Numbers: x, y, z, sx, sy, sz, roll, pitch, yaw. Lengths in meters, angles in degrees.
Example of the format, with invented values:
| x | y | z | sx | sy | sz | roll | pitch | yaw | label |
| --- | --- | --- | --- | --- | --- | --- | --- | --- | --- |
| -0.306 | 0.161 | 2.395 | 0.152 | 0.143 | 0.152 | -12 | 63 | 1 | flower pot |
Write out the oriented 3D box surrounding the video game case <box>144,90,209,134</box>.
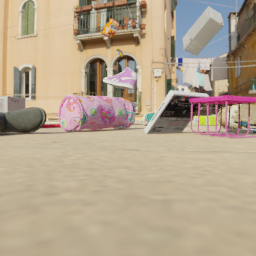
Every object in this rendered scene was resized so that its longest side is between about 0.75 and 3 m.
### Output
| x | y | z | sx | sy | sz | roll | pitch | yaw | label |
| --- | --- | --- | --- | --- | --- | --- | --- | --- | --- |
| 1.244 | -0.373 | 7.128 | 1.439 | 1.308 | 0.168 | -1 | 46 | -40 | video game case |

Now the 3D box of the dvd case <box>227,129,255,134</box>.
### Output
| x | y | z | sx | sy | sz | roll | pitch | yaw | label |
| --- | --- | --- | --- | --- | --- | --- | --- | --- | --- |
| 3.439 | 0.082 | 7.901 | 0.817 | 0.088 | 1.099 | -1 | 2 | -19 | dvd case |

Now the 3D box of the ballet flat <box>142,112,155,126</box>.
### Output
| x | y | z | sx | sy | sz | roll | pitch | yaw | label |
| --- | --- | --- | --- | --- | --- | --- | --- | --- | --- |
| 1.519 | -0.364 | 12.584 | 2.056 | 0.777 | 0.657 | 3 | -22 | -22 | ballet flat |

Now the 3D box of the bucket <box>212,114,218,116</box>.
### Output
| x | y | z | sx | sy | sz | roll | pitch | yaw | label |
| --- | --- | --- | --- | --- | --- | --- | --- | --- | --- |
| 5.770 | -0.544 | 17.713 | 0.971 | 0.632 | 0.971 | 0 | 3 | 0 | bucket |

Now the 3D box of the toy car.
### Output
| x | y | z | sx | sy | sz | roll | pitch | yaw | label |
| --- | --- | --- | --- | --- | --- | --- | --- | --- | --- |
| -0.379 | -3.337 | 10.509 | 0.721 | 0.489 | 1.470 | -34 | -44 | 14 | toy car |

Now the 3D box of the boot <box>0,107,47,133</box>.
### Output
| x | y | z | sx | sy | sz | roll | pitch | yaw | label |
| --- | --- | --- | --- | --- | --- | --- | --- | --- | --- |
| -3.052 | -0.165 | 6.342 | 1.758 | 0.702 | 1.934 | -14 | -8 | 11 | boot |

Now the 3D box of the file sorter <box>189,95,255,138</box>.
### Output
| x | y | z | sx | sy | sz | roll | pitch | yaw | label |
| --- | --- | --- | --- | --- | --- | --- | --- | --- | --- |
| 2.135 | -0.243 | 6.272 | 0.952 | 0.859 | 1.369 | 0 | 3 | -19 | file sorter |

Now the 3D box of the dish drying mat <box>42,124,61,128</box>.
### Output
| x | y | z | sx | sy | sz | roll | pitch | yaw | label |
| --- | --- | --- | --- | --- | --- | --- | --- | --- | --- |
| -3.035 | -0.104 | 12.019 | 1.755 | 0.160 | 0.674 | -1 | 3 | -40 | dish drying mat |

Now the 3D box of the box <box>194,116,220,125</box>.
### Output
| x | y | z | sx | sy | sz | roll | pitch | yaw | label |
| --- | --- | --- | --- | --- | --- | --- | --- | --- | --- |
| 4.958 | -0.427 | 15.505 | 2.279 | 0.543 | 1.390 | -1 | 2 | -23 | box |

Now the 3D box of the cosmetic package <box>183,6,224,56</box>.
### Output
| x | y | z | sx | sy | sz | roll | pitch | yaw | label |
| --- | --- | --- | --- | --- | --- | --- | --- | --- | --- |
| 2.489 | -3.216 | 9.384 | 0.630 | 0.747 | 1.398 | 20 | -43 | -17 | cosmetic package |

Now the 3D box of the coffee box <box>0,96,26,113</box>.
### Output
| x | y | z | sx | sy | sz | roll | pitch | yaw | label |
| --- | --- | --- | --- | --- | --- | --- | --- | --- | --- |
| -5.521 | -0.560 | 10.273 | 2.964 | 1.181 | 1.695 | 0 | 2 | 1 | coffee box |

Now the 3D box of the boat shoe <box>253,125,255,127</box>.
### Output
| x | y | z | sx | sy | sz | roll | pitch | yaw | label |
| --- | --- | --- | --- | --- | --- | --- | --- | --- | --- |
| 5.307 | -0.221 | 9.916 | 0.618 | 0.686 | 1.901 | -38 | 26 | -27 | boat shoe |

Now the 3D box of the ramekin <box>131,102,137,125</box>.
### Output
| x | y | z | sx | sy | sz | roll | pitch | yaw | label |
| --- | --- | --- | --- | --- | --- | --- | --- | --- | --- |
| -0.785 | -0.841 | 16.576 | 2.667 | 1.300 | 2.667 | -1 | 2 | 0 | ramekin |

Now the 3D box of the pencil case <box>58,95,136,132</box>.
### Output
| x | y | z | sx | sy | sz | roll | pitch | yaw | label |
| --- | --- | --- | --- | --- | --- | --- | --- | --- | --- |
| -0.916 | -0.449 | 9.025 | 1.164 | 1.164 | 2.662 | 2 | 2 | 38 | pencil case |

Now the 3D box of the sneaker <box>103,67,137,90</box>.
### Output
| x | y | z | sx | sy | sz | roll | pitch | yaw | label |
| --- | --- | --- | --- | --- | --- | --- | --- | --- | --- |
| -0.336 | -2.548 | 14.025 | 1.883 | 1.074 | 0.683 | 15 | -3 | 29 | sneaker |

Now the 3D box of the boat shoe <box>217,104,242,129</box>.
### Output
| x | y | z | sx | sy | sz | roll | pitch | yaw | label |
| --- | --- | --- | --- | --- | --- | --- | --- | --- | --- |
| 4.029 | -0.493 | 11.137 | 0.899 | 1.003 | 2.709 | 7 | 4 | 17 | boat shoe |

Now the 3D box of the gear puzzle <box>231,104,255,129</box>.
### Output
| x | y | z | sx | sy | sz | roll | pitch | yaw | label |
| --- | --- | --- | --- | --- | --- | --- | --- | --- | --- |
| 4.455 | -0.440 | 9.616 | 1.441 | 0.364 | 2.782 | 11 | 24 | 26 | gear puzzle |
